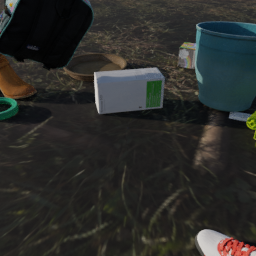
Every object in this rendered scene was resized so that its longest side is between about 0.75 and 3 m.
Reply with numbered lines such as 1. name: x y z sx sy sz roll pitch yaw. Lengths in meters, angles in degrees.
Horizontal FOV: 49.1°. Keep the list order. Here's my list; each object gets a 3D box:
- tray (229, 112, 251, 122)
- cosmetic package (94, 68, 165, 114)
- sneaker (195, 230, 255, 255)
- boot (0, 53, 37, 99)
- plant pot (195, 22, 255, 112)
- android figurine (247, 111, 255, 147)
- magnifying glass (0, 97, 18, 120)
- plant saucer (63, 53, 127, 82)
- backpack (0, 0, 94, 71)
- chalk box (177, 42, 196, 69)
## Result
1. tray: 3.615 -0.359 8.758 0.835 0.093 0.449 13 36 19
2. cosmetic package: 0.017 -1.227 9.132 2.143 1.153 0.909 -8 35 -9
3. sneaker: 1.903 1.966 4.247 0.641 1.029 1.921 -22 39 -31
4. boot: -4.235 -2.037 9.855 2.219 1.723 0.851 21 38 29
5. plant pot: 3.326 -1.930 8.955 2.589 2.433 2.589 2 28 -1
6. android figurine: 4.607 0.069 7.706 2.373 0.535 2.607 27 43 36
7. magnifying glass: -4.956 -0.797 9.252 2.884 0.323 1.148 10 34 17
8. plant saucer: -1.389 -2.598 11.975 2.721 0.401 2.721 0 32 0
9. backpack: -2.221 -3.101 7.660 2.206 2.509 1.923 12 57 -37
10. chalk box: 3.057 -3.152 12.360 1.477 0.919 0.915 15 36 20
